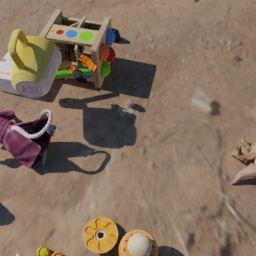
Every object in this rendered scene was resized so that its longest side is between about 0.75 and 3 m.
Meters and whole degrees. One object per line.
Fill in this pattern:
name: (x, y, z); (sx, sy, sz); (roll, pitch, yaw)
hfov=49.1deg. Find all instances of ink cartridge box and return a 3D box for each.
ink cartridge box: (-3.813, -2.176, 10.237); (1.416, 0.800, 1.932); (12, 56, 8)

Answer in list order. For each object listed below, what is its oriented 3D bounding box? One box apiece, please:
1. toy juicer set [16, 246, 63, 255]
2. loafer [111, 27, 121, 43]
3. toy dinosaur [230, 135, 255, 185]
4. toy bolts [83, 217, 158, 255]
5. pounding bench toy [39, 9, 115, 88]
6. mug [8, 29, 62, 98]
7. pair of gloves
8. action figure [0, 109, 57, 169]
toy juicer set: (-2.260, 3.320, 6.626); (1.579, 0.430, 1.004); (-1, 55, 0)
loafer: (-1.027, -4.134, 11.750); (1.579, 0.571, 0.575); (20, 58, 14)
toy dinosaur: (4.084, 0.793, 8.059); (1.742, 1.103, 2.570); (36, 68, 15)
toy bolts: (-0.500, 2.936, 6.297); (1.925, 1.398, 2.016); (29, 60, 19)
pounding bench toy: (-1.771, -2.378, 9.767); (2.266, 1.804, 2.905); (11, 56, 7)
mug: (-2.752, -1.667, 7.775); (1.343, 1.677, 1.377); (-24, 51, 36)
pair of gloves: (-1.422, -1.842, 8.714); (0.772, 0.867, 0.107); (44, 28, 2)
action figure: (-3.547, 0.175, 8.033); (2.623, 1.953, 1.757); (20, 62, -3)
